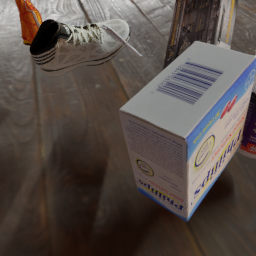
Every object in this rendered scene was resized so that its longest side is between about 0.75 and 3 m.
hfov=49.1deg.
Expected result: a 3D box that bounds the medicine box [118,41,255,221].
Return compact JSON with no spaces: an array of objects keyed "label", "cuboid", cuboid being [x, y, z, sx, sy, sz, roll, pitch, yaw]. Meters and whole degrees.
[{"label":"medicine box","cuboid":[1.115,0.075,4.988,1.197,2.325,2.117,27,58,32]}]

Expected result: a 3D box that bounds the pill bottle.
[{"label":"pill bottle","cuboid":[3.039,-0.671,5.983,1.452,2.606,1.452,-2,44,2]}]

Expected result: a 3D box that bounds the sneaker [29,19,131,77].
[{"label":"sneaker","cuboid":[-1.021,-1.935,6.183,2.369,1.363,0.894,-25,84,-3]}]

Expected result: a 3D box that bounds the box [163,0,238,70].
[{"label":"box","cuboid":[1.696,-2.383,6.667,0.523,2.166,1.715,13,-5,-29]}]

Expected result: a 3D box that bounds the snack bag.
[{"label":"snack bag","cuboid":[-0.161,-1.858,5.992,0.102,0.955,0.901,-51,25,9]}]

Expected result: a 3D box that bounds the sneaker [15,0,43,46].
[{"label":"sneaker","cuboid":[-2.899,-2.989,8.298,0.878,0.830,2.275,-27,86,8]}]
